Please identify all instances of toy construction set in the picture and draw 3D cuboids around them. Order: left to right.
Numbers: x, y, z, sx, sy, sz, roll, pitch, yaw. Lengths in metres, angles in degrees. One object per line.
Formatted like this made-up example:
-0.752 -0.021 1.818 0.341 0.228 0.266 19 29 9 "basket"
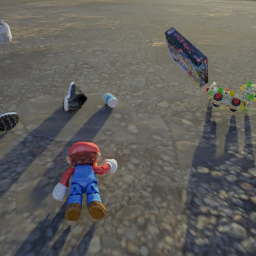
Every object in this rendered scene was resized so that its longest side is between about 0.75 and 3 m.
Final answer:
4.546 -1.497 12.339 2.453 1.130 1.609 11 57 31 "toy construction set"

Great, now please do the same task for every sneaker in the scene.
-5.140 -0.239 10.720 1.867 0.733 0.832 -21 40 -29 "sneaker"
-2.293 -1.429 12.700 0.958 0.704 2.118 3 36 0 "sneaker"

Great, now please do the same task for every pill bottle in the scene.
-0.825 -1.274 12.634 0.452 0.452 0.815 -15 35 -23 "pill bottle"

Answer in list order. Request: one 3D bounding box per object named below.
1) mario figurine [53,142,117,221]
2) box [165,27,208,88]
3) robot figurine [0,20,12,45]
-1.178 1.500 8.039 1.538 1.321 2.492 27 34 -27 "mario figurine"
1.607 -1.932 7.672 0.285 1.032 1.512 -33 58 -3 "box"
-4.054 -3.065 9.060 0.476 0.842 0.714 -35 73 -24 "robot figurine"
